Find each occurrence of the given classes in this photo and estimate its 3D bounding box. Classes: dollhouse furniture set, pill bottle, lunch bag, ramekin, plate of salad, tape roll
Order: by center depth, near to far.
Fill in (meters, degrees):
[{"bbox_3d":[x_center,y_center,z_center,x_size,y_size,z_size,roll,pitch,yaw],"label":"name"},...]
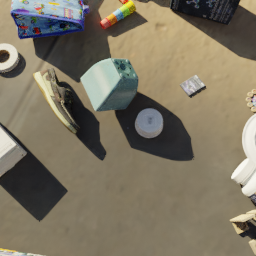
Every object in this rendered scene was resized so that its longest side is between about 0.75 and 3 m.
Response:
[{"bbox_3d":[4.143,3.216,8.687,1.175,1.006,1.235,-21,72,-7],"label":"dollhouse furniture set"},{"bbox_3d":[4.495,1.983,9.023,2.122,1.178,1.178,39,75,13],"label":"pill bottle"},{"bbox_3d":[5.087,0.501,9.870,2.307,0.554,2.307,1,80,-5],"label":"plate of salad"},{"bbox_3d":[0.772,-0.203,10.126,1.041,0.507,1.041,0,71,0],"label":"ramekin"},{"bbox_3d":[-4.969,-2.795,11.163,1.231,0.225,1.231,0,71,1],"label":"tape roll"},{"bbox_3d":[-2.997,-4.831,11.235,2.848,1.340,2.144,-3,61,-6],"label":"lunch bag"}]

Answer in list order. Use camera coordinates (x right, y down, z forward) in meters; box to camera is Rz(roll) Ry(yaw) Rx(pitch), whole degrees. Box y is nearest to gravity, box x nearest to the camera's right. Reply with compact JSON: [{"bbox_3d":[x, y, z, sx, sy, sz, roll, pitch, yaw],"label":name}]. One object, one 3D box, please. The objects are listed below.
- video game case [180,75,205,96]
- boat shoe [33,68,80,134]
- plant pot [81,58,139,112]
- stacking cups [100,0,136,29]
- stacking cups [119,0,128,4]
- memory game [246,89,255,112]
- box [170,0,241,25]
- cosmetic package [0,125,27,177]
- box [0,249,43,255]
[{"bbox_3d":[2.496,-1.655,10.853,0.810,0.077,0.578,-32,74,-9],"label":"video game case"},{"bbox_3d":[-2.451,-1.098,10.150,0.924,1.044,2.852,-34,74,-6],"label":"boat shoe"},{"bbox_3d":[-0.490,-1.631,9.796,1.471,1.498,1.467,-9,65,-43],"label":"plant pot"},{"bbox_3d":[-0.421,-4.672,11.730,1.619,0.490,0.490,-38,75,-7],"label":"stacking cups"},{"bbox_3d":[-0.541,-5.898,12.168,0.405,0.405,1.339,-36,78,-11],"label":"stacking cups"},{"bbox_3d":[5.025,-1.020,10.636,1.087,0.069,1.087,0,71,0],"label":"memory game"},{"bbox_3d":[3.223,-5.625,11.202,2.649,1.966,1.418,18,72,7],"label":"box"},{"bbox_3d":[-5.005,0.323,9.609,2.702,1.146,1.454,40,74,14],"label":"cosmetic package"},{"bbox_3d":[-3.382,3.891,7.913,2.979,2.040,0.594,8,71,2],"label":"box"}]
